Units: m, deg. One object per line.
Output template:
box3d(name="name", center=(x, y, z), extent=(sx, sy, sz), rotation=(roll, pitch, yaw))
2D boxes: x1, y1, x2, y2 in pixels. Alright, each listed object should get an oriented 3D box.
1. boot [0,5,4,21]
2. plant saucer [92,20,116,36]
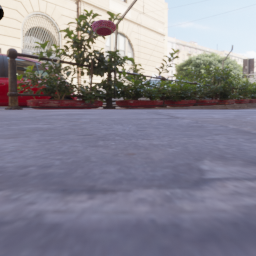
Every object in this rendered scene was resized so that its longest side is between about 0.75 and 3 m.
box3d(name="boot", center=(-4.080, -3.602, 8.489), extent=(0.357, 0.985, 0.895), rotation=(-25, -14, -38))
box3d(name="plant saucer", center=(-0.948, -3.921, 11.091), extent=(0.975, 0.247, 0.975), rotation=(0, -11, 0))
